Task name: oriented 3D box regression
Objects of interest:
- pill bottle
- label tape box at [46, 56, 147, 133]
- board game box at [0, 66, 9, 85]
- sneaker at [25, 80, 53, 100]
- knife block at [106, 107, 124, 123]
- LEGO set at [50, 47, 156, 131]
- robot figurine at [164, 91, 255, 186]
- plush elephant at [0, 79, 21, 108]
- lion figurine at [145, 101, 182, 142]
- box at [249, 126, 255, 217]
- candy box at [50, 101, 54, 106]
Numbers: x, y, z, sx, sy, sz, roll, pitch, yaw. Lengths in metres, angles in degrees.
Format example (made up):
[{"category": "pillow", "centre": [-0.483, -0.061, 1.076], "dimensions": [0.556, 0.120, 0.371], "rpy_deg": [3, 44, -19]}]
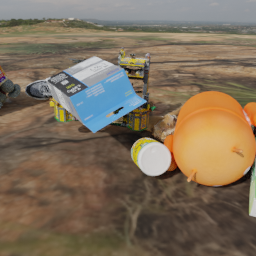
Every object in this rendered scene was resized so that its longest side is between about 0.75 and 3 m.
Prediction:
[{"category": "pill bottle", "centre": [0.417, 0.541, 5.750], "dimensions": [0.648, 0.648, 1.149], "rpy_deg": [-4, 6, -9]}, {"category": "label tape box", "centre": [-0.672, -0.769, 5.580], "dimensions": [1.268, 0.556, 1.758], "rpy_deg": [-32, 41, -22]}, {"category": "board game box", "centre": [-5.357, -1.068, 8.529], "dimensions": [2.032, 0.621, 2.682], "rpy_deg": [13, 51, 29]}, {"category": "sneaker", "centre": [-2.742, -1.460, 10.218], "dimensions": [1.996, 0.753, 1.136], "rpy_deg": [-2, -1, -14]}, {"category": "knife block", "centre": [-0.946, -0.536, 8.602], "dimensions": [1.669, 0.608, 1.901], "rpy_deg": [-16, 28, -32]}, {"category": "LEGO set", "centre": [-0.556, -1.176, 7.253], "dimensions": [2.880, 1.669, 2.215], "rpy_deg": [10, 29, 15]}, {"category": "robot figurine", "centre": [1.700, 0.173, 5.753], "dimensions": [1.900, 1.540, 2.641], "rpy_deg": [8, 23, 11]}, {"category": "plush elephant", "centre": [-4.527, -1.390, 9.856], "dimensions": [1.430, 1.178, 1.107], "rpy_deg": [36, 78, 30]}, {"category": "lion figurine", "centre": [0.750, -0.153, 7.704], "dimensions": [1.351, 0.799, 2.206], "rpy_deg": [-28, 20, -31]}, {"category": "box", "centre": [3.286, 0.770, 5.156], "dimensions": [1.863, 0.469, 2.582], "rpy_deg": [9, 33, 21]}, {"category": "candy box", "centre": [-1.990, -0.969, 10.137], "dimensions": [1.523, 0.201, 0.778], "rpy_deg": [-2, 17, -4]}]
